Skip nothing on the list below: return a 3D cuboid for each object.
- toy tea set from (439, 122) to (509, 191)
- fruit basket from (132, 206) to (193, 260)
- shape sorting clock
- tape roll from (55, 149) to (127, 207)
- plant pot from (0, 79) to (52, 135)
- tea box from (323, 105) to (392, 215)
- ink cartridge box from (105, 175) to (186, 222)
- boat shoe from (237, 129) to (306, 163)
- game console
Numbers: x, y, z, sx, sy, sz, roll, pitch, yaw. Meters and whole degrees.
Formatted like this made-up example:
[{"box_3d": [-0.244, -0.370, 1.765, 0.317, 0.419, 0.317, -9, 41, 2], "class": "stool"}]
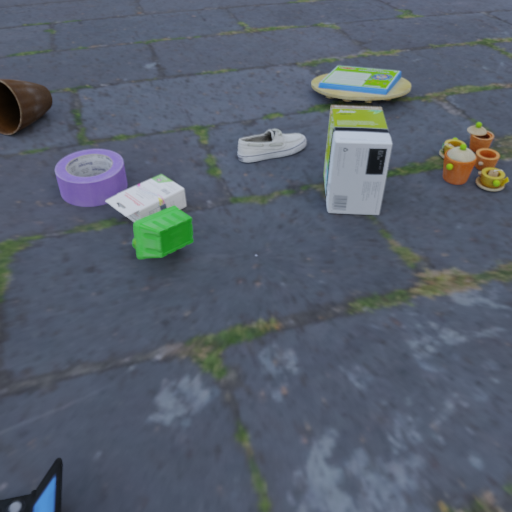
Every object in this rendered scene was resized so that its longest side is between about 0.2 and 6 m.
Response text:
[{"box_3d": [4.772, -2.346, 12.337, 1.363, 0.848, 2.293, 6, 40, 8], "class": "toy tea set"}, {"box_3d": [-1.787, -0.385, 9.905, 1.151, 0.830, 1.151, -1, 24, 0], "class": "fruit basket"}, {"box_3d": [2.864, -4.665, 15.382, 2.690, 0.528, 2.690, -2, 35, 2], "class": "shape sorting clock"}, {"box_3d": [-3.431, -1.647, 11.706, 1.386, 0.589, 1.386, 1, 39, -1], "class": "tape roll"}, {"box_3d": [-5.828, -3.827, 13.949, 1.311, 1.311, 1.402, 17, 31, 19], "class": "plant pot"}, {"box_3d": [1.976, -1.934, 11.228, 1.084, 1.622, 1.596, 3, 39, 2], "class": "tea box"}, {"box_3d": [-2.168, -1.034, 11.055, 1.374, 0.462, 0.804, -31, 49, -32], "class": "ink cartridge box"}, {"box_3d": [0.373, -2.636, 12.891, 1.738, 0.571, 0.625, -14, 38, -16], "class": "boat shoe"}, {"box_3d": [-2.606, 3.031, 5.862, 1.249, 0.826, 1.420, -8, 40, -9], "class": "game console"}]
